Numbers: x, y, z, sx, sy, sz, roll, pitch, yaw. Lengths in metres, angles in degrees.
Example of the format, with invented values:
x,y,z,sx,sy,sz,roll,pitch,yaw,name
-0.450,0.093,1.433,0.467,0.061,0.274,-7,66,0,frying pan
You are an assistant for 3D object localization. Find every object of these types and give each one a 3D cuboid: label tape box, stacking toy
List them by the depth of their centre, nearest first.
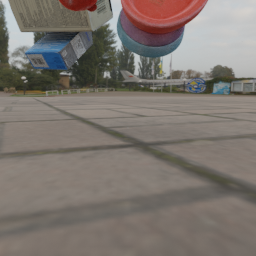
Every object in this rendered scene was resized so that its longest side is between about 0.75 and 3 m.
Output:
x,y,z,sx,sy,sz,roll,pitch,yaw,name
0.179,-2.668,5.063,2.804,2.539,1.185,37,-19,10,stacking toy
-1.958,-2.713,8.817,1.510,0.663,2.094,9,51,32,label tape box

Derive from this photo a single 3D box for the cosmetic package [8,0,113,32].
x,y,z,sx,sy,sz,roll,pitch,yaw,name
-1.903,-3.494,7.742,2.678,1.384,1.169,11,41,26,cosmetic package
